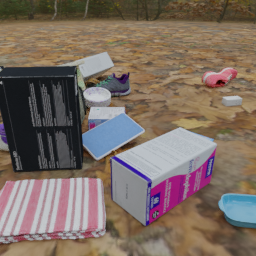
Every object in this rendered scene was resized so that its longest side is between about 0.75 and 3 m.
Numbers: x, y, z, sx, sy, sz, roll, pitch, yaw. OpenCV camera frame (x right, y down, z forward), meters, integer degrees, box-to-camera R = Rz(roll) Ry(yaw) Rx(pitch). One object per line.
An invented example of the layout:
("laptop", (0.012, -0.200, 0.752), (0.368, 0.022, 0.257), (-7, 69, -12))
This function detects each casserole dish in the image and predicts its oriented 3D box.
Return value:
("casserole dish", (2.953, 2.000, 6.642), (1.593, 0.309, 0.965), (2, 27, 6))

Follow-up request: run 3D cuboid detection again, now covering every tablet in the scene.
("tablet", (-0.583, 0.238, 9.649), (2.033, 0.139, 1.323), (-30, 49, -24))

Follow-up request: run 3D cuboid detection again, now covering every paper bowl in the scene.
("paper bowl", (-1.396, -1.267, 12.624), (1.239, 0.644, 1.239), (4, 37, -3))

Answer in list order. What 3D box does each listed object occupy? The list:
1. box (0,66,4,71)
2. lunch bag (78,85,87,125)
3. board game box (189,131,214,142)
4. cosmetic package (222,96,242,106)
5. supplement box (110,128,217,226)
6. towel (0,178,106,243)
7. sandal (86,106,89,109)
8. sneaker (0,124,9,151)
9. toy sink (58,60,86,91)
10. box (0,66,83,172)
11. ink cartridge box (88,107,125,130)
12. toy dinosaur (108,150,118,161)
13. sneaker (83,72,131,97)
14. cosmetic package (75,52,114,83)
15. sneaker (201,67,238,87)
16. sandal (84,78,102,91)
("box", (-5.273, -1.590, 12.139), (0.539, 1.769, 2.195), (-17, 30, -25))
("lunch bag", (-2.241, -0.984, 11.412), (0.965, 1.346, 1.641), (-3, 27, 6))
("board game box", (2.171, 0.607, 9.325), (1.002, 0.242, 1.324), (20, 35, 24))
("cosmetic package", (4.863, -1.268, 13.106), (0.799, 0.339, 0.430), (-6, 29, -11))
("supplement box", (0.957, 1.111, 7.284), (2.597, 1.314, 1.342), (-22, 34, -37))
("towel", (-1.890, 1.925, 6.779), (2.670, 0.399, 1.954), (-1, 26, -6))
("sandal", (-2.329, -1.030, 12.632), (1.318, 0.297, 0.495), (-8, 27, -25))
("sneaker", (-3.543, -0.242, 10.118), (1.157, 1.197, 2.869), (9, 27, 17))
("toy sink", (-3.062, -2.203, 13.193), (1.570, 1.349, 2.408), (-25, 15, -38))
("box", (-2.438, -0.244, 8.187), (2.064, 2.925, 1.153), (-3, 27, -6))
("ink cartridge box", (-0.667, -0.329, 10.900), (1.653, 0.631, 1.128), (-2, 29, 0))
("toy dinosaur", (-0.339, 0.894, 9.020), (0.783, 0.237, 0.416), (-23, 59, -30))
("sneaker", (-1.143, -2.138, 13.898), (2.703, 1.183, 1.006), (-13, 29, -25))
("cosmetic package", (-2.187, -3.273, 15.719), (1.445, 1.052, 2.843), (-26, 5, 40))
("sneaker", (5.298, -2.687, 15.649), (2.403, 0.886, 1.042), (-15, 44, -21))
("sandal", (-1.721, -2.427, 15.092), (2.286, 0.624, 0.934), (-15, 30, -27))
